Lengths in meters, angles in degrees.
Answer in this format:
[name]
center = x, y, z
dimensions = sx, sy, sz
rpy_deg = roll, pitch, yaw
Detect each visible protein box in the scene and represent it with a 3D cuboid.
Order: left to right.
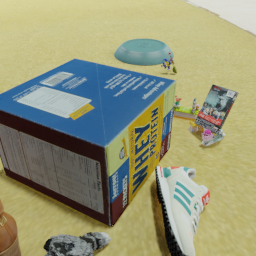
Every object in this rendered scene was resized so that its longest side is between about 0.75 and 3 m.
[protein box]
center = -0.868, 0.010, 6.405
dimensions = 2.946, 1.987, 2.925
rpy_deg = 18, 38, 24

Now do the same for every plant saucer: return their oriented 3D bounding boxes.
[plant saucer]
center = 0.765, -3.731, 13.333
dimensions = 2.864, 0.515, 2.864
rpy_deg = 0, 34, 0

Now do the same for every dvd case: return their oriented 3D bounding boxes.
[dvd case]
center = 2.306, -0.508, 7.381
dimensions = 0.129, 1.170, 0.854
rpy_deg = 15, 12, -34

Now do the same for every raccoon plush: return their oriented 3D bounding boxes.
[raccoon plush]
center = -0.852, 2.302, 4.495
dimensions = 1.440, 0.965, 0.697
rpy_deg = 14, 2, -41

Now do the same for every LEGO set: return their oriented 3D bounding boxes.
[LEGO set]
center = 1.878, -0.546, 8.182
dimensions = 1.166, 0.943, 2.535
rpy_deg = -20, 39, -27

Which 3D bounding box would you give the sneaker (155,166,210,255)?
[sneaker]
center = 1.139, 1.473, 5.324
dimensions = 1.027, 0.774, 2.197
rpy_deg = -7, 31, 0

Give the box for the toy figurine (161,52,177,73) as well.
[toy figurine]
center = 1.614, -2.570, 11.415
dimensions = 0.532, 0.887, 0.468
rpy_deg = -23, 27, 6

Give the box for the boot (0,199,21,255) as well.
[boot]
center = -2.929, 1.305, 4.548
dimensions = 2.484, 1.922, 0.915
rpy_deg = 7, 35, 11
